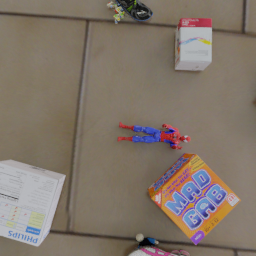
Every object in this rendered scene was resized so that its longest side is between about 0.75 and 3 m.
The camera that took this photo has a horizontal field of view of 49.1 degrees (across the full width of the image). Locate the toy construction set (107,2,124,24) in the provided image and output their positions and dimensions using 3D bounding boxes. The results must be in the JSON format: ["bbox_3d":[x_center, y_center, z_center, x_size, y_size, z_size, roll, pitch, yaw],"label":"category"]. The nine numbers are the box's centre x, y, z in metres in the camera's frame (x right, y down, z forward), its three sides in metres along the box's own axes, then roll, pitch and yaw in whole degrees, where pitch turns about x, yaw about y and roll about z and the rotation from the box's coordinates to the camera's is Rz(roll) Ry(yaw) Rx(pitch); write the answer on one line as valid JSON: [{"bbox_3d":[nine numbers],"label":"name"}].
[{"bbox_3d":[-0.475,-4.716,11.329,0.563,0.396,0.859,-31,97,-2],"label":"toy construction set"}]

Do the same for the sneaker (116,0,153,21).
[{"bbox_3d":[0.176,-4.935,11.135,1.820,0.754,0.645,39,88,3],"label":"sneaker"}]

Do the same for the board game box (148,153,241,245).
[{"bbox_3d":[2.183,2.342,9.914,2.058,2.059,2.060,-44,87,-2],"label":"board game box"}]

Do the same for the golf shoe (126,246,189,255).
[{"bbox_3d":[1.217,4.876,9.885,2.730,1.257,0.991,7,94,-11],"label":"golf shoe"}]

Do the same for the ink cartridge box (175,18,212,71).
[{"bbox_3d":[2.481,-3.157,10.764,1.202,1.208,1.662,1,86,0],"label":"ink cartridge box"}]

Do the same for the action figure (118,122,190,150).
[{"bbox_3d":[1.033,0.277,10.482,2.791,1.382,0.911,6,86,-2],"label":"action figure"}]

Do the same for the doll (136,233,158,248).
[{"bbox_3d":[0.775,4.658,10.596,1.009,0.358,1.478,-34,86,-1],"label":"doll"}]

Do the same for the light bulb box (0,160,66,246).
[{"bbox_3d":[-3.789,2.610,10.166,2.332,1.468,2.353,17,86,-1],"label":"light bulb box"}]
